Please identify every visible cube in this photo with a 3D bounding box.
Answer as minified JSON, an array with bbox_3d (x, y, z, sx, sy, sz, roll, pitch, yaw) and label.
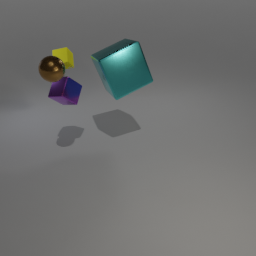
[{"bbox_3d":[-2.044,-1.200,9.139,0.700,0.700,0.700,3,-16,36],"label":"cube"},{"bbox_3d":[-0.224,-1.988,9.306,1.400,1.400,1.400,-28,27,-7],"label":"cube"},{"bbox_3d":[-2.878,-3.070,12.460,0.700,0.700,0.700,-8,-10,10],"label":"cube"}]

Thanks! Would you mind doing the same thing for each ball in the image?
[{"bbox_3d":[-2.026,-1.570,7.473,0.700,0.700,0.700,0,30,0],"label":"ball"}]
